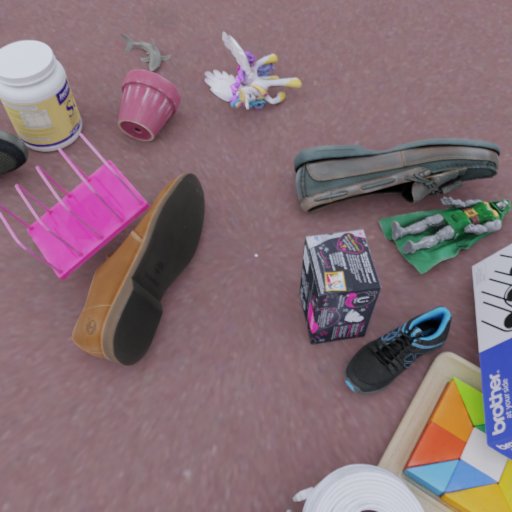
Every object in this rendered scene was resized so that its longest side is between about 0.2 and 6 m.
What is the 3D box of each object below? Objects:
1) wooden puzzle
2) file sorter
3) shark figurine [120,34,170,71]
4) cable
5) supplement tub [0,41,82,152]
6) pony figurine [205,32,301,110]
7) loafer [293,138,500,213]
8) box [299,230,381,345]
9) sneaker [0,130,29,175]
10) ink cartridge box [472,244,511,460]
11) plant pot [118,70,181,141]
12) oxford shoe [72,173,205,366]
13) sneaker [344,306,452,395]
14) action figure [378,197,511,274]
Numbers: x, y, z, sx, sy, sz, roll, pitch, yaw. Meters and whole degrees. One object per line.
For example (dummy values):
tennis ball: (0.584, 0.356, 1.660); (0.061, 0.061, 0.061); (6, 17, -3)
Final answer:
wooden puzzle: (2.747, 2.481, 6.788); (2.052, 0.413, 2.218); (29, 61, 18)
file sorter: (-2.537, -0.720, 7.629); (1.583, 0.993, 1.100); (-41, 60, -4)
shark figurine: (-2.183, -4.201, 11.255); (0.652, 0.456, 1.092); (-36, 65, -23)
cable: (1.203, 3.027, 6.136); (1.406, 0.487, 1.405); (-27, 79, -14)
supplement tub: (-3.720, -2.697, 9.549); (1.145, 1.574, 1.145); (0, 56, 0)
pony figurine: (-0.122, -3.301, 10.362); (1.480, 1.232, 1.428); (-26, 68, -33)
loafer: (2.229, -1.188, 8.997); (3.235, 1.162, 1.018); (-1, 76, 7)
box: (1.088, 0.440, 7.540); (0.818, 1.426, 0.942); (-7, 56, -4)
sneaker: (-5.031, -1.222, 8.930); (2.715, 1.038, 1.555); (-4, 58, 1)
ink cartridge box: (3.472, 0.981, 6.928); (0.623, 1.325, 2.819); (32, 45, -17)
plant pot: (-1.965, -2.594, 9.897); (1.035, 1.035, 0.926); (15, 72, 10)
oxford shoe: (-1.682, 0.002, 8.058); (1.113, 1.114, 3.122); (5, 55, 29)
sneaker: (1.887, 1.200, 7.477); (1.701, 0.697, 0.623); (-31, 62, -18)
action figure: (3.115, -0.512, 8.751); (2.038, 0.557, 1.204); (-18, 55, -16)
